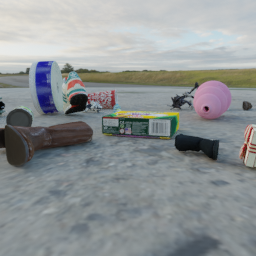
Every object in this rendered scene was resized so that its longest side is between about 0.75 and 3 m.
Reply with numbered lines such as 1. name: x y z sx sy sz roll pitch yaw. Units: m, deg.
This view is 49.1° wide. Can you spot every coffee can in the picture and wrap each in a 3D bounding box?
1. coffee can: -3.391 -0.293 8.858 0.742 0.742 1.014 -3 10 -16

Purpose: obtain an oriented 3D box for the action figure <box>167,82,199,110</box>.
1. action figure: 3.079 -1.481 14.806 1.971 1.006 1.171 -36 41 7

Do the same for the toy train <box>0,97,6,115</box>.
1. toy train: -5.981 -0.786 11.645 1.147 0.857 2.012 -11 11 7

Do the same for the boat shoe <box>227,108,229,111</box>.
1. boat shoe: 5.001 -1.304 14.888 0.652 0.592 1.773 0 10 -2

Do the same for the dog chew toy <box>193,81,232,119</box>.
1. dog chew toy: 3.370 -1.068 11.422 1.532 1.532 2.461 4 19 23

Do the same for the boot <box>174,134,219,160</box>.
1. boot: 1.445 0.387 5.969 0.919 0.418 1.094 6 5 14

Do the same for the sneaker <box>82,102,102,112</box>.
1. sneaker: -1.696 -0.938 13.511 1.103 0.440 0.718 -21 -29 40

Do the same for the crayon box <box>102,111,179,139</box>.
1. crayon box: 0.453 -0.164 8.562 2.021 0.589 1.744 3 11 16

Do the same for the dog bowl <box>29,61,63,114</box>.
1. dog bowl: -3.635 -1.843 12.725 0.930 2.362 2.362 -4 10 -1

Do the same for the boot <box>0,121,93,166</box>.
1. boot: -1.600 0.228 6.359 2.319 0.745 2.161 -2 11 -36

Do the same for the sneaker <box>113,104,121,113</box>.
1. sneaker: -0.367 -0.699 11.610 0.348 0.572 0.876 -6 12 -35

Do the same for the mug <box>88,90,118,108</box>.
1. mug: -1.337 -1.387 15.168 1.509 1.339 1.007 -3 46 5

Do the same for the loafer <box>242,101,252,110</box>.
1. loafer: 6.275 -1.206 14.661 0.463 0.477 1.305 2 11 18

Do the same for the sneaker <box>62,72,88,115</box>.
1. sneaker: -2.294 -1.444 11.791 0.944 1.254 2.681 -12 -9 -18

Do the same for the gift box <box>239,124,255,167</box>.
1. gift box: 2.554 0.376 5.283 0.780 0.771 0.836 12 9 16
